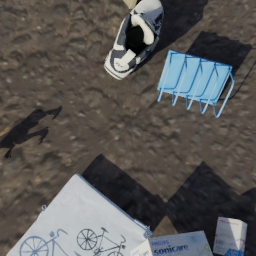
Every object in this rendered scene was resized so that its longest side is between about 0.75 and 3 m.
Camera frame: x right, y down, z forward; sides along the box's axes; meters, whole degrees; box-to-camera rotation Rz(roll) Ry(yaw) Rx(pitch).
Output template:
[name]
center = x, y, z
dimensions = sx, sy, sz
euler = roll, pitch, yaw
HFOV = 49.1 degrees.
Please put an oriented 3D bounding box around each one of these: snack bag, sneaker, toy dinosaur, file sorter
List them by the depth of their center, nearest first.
[snack bag]
center = -1.215, 2.896, 6.995
dimensions = 2.652, 0.301, 2.812
euler = 35, 80, 12
[toy dinosaur]
center = -3.697, 0.506, 7.449
dimensions = 2.463, 0.744, 1.308
euler = -43, 39, -13
[file sorter]
center = 1.832, -1.188, 7.789
dimensions = 1.816, 1.260, 1.114
euler = 15, 35, 0
[sneaker]
center = 0.479, -2.929, 8.173
dimensions = 1.188, 1.937, 2.977
euler = 39, 74, -13

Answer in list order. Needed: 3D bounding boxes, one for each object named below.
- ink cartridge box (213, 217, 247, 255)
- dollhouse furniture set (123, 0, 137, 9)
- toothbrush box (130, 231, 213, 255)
[ink cartridge box]
center = 2.543, 2.730, 6.963
dimensions = 0.641, 0.376, 0.888
euler = -4, 63, 45
[dollhouse furniture set]
center = 0.269, -4.788, 9.460
dimensions = 0.624, 1.244, 0.815
euler = -22, 69, -28
[toothbrush box]
center = 1.174, 3.512, 5.952
dimensions = 1.618, 0.956, 2.222
euler = 5, 49, -28
